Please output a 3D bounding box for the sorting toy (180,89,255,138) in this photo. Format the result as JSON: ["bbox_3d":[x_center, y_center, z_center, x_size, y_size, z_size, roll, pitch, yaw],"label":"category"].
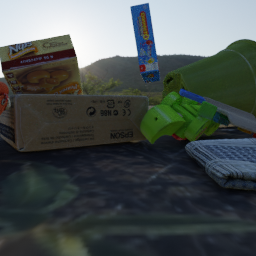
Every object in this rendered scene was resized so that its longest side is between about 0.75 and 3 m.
[{"bbox_3d":[2.391,-0.088,5.842,2.935,0.400,1.652,18,16,-11],"label":"sorting toy"}]

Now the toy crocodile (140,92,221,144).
[{"bbox_3d":[1.337,-0.156,6.267,1.004,0.918,2.974,42,24,21],"label":"toy crocodile"}]

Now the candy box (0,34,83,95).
[{"bbox_3d":[-1.966,-0.992,7.007,1.558,0.746,2.699,-14,-26,-11],"label":"candy box"}]

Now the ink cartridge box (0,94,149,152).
[{"bbox_3d":[-1.197,-0.211,5.894,2.595,0.975,2.138,-4,5,-30],"label":"ink cartridge box"}]

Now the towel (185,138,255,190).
[{"bbox_3d":[1.806,0.360,3.439,1.911,0.330,1.840,1,5,2],"label":"towel"}]

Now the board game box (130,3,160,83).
[{"bbox_3d":[0.818,-3.521,12.233,0.774,2.712,2.770,-8,1,7],"label":"board game box"}]

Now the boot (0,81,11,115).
[{"bbox_3d":[-2.177,-0.309,3.672,1.249,0.874,2.330,-43,12,-18],"label":"boot"}]

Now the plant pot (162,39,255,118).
[{"bbox_3d":[2.718,-1.171,9.100,2.780,2.928,2.928,-16,10,-18],"label":"plant pot"}]
